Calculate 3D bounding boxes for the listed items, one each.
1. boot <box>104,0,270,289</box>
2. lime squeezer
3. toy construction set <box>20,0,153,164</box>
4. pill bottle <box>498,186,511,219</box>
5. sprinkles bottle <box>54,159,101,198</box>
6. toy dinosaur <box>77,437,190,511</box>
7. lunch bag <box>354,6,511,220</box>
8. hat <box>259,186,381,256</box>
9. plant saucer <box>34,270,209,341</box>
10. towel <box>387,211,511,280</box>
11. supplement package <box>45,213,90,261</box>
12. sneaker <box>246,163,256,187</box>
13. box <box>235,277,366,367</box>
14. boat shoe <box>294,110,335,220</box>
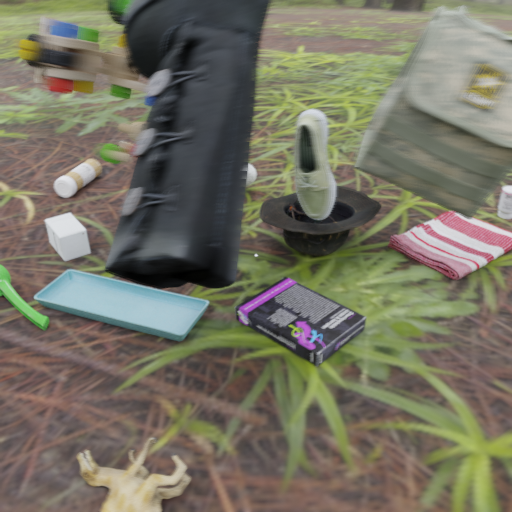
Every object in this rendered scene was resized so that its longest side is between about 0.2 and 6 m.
[{"bbox_3d":[-1.113,-1.536,7.208,1.307,3.983,3.283,12,-12,-29],"label":"boot"},{"bbox_3d":[-4.990,0.651,9.506,3.416,0.644,1.206,4,61,4],"label":"lime squeezer"},{"bbox_3d":[-2.716,-2.988,9.638,2.316,2.777,2.134,-33,37,-31],"label":"toy construction set"},{"bbox_3d":[5.555,-1.166,12.332,0.375,0.661,0.375,0,32,0],"label":"pill bottle"},{"bbox_3d":[-4.363,-1.925,13.797,0.493,0.493,1.446,8,31,13],"label":"sprinkles bottle"},{"bbox_3d":[-1.193,2.652,6.097,1.005,0.579,1.988,-38,38,-26],"label":"toy dinosaur"},{"bbox_3d":[3.284,-2.318,9.117,2.303,2.808,1.651,24,47,-1],"label":"lunch bag"},{"bbox_3d":[1.262,-0.567,11.004,2.403,0.969,2.403,-4,25,2],"label":"hat"},{"bbox_3d":[-2.251,0.815,9.354,2.825,0.268,0.988,12,32,18],"label":"plant saucer"},{"bbox_3d":[4.037,-0.307,11.267,2.336,0.266,1.683,-22,37,-33],"label":"towel"},{"bbox_3d":[-3.741,-0.384,11.107,0.548,0.546,0.934,-20,35,-30],"label":"supplement package"},{"bbox_3d":[-1.080,-1.670,13.212,2.259,0.863,0.909,-9,41,-5],"label":"sneaker"},{"bbox_3d":[0.697,1.000,8.980,1.729,0.312,1.236,25,39,38],"label":"box"},{"bbox_3d":[0.880,-1.423,9.322,0.699,1.940,0.602,5,33,26],"label":"boat shoe"}]
